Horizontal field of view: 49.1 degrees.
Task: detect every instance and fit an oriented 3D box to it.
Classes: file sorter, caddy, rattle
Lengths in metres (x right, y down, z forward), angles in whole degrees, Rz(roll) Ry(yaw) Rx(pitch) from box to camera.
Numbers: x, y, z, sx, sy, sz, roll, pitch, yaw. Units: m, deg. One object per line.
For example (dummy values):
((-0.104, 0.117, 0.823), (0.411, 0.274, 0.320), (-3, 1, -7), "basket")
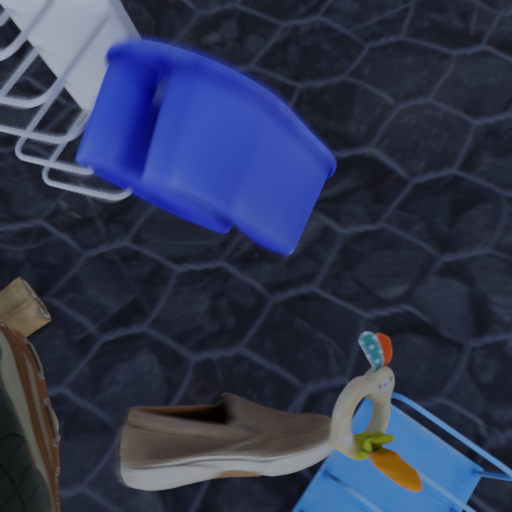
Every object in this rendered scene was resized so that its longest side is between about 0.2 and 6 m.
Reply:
((1.811, 3.667, 7.810), (2.067, 1.828, 2.979), (34, 76, 11), "file sorter")
((-0.508, -1.445, 7.372), (2.570, 3.635, 1.908), (20, 86, 33), "caddy")
((-2.739, -2.347, 7.773), (2.020, 2.911, 1.813), (15, 67, 26), "file sorter")
((1.268, 1.383, 5.289), (0.818, 0.897, 1.256), (36, 75, -22), "rattle")

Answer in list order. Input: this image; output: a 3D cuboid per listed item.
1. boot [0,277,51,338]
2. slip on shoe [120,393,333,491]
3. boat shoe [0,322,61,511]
((-4.236, 1.563, 9.109), (2.001, 0.662, 1.753), (-38, 76, -12), "boot")
((-0.247, 2.147, 6.942), (2.827, 1.075, 0.857), (-1, 93, -20), "slip on shoe")
((-2.302, 1.812, 5.468), (0.951, 0.928, 2.513), (-18, 81, 13), "boat shoe")
